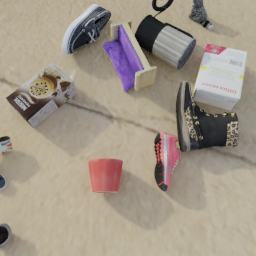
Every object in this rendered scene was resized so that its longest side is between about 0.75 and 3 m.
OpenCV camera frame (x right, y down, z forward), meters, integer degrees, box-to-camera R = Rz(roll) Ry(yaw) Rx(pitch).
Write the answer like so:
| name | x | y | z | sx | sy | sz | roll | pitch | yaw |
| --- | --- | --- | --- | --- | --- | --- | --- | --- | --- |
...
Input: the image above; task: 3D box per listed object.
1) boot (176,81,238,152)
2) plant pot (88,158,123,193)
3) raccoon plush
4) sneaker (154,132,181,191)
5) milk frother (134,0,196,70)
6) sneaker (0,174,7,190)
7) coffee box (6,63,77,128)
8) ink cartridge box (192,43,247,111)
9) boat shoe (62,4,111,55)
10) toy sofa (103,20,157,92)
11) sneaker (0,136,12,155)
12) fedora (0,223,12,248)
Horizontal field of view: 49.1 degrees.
| name | x | y | z | sx | sy | sz | roll | pitch | yaw |
| --- | --- | --- | --- | --- | --- | --- | --- | --- | --- |
| boot | 2.780 | -0.437 | 10.037 | 1.991 | 0.968 | 2.645 | 0 | 68 | 1 |
| plant pot | -0.737 | 1.574 | 9.095 | 1.158 | 1.158 | 1.025 | -1 | 75 | 0 |
| raccoon plush | 3.319 | -5.119 | 12.223 | 1.481 | 0.992 | 0.717 | 37 | 70 | 16 |
| sneaker | 1.407 | 1.119 | 9.455 | 0.873 | 0.742 | 2.013 | 7 | 70 | -15 |
| milk frother | 1.693 | -3.915 | 10.962 | 2.163 | 2.300 | 2.076 | 34 | 65 | 14 |
| sneaker | -4.651 | 1.573 | 9.357 | 1.319 | 0.524 | 0.517 | 33 | 68 | 13 |
| coffee box | -3.173 | -1.222 | 10.459 | 1.239 | 0.875 | 2.193 | 41 | 71 | 17 |
| ink cartridge box | 3.509 | -1.973 | 10.777 | 1.617 | 0.929 | 2.228 | 16 | 66 | 7 |
| boat shoe | -1.664 | -4.068 | 11.778 | 0.986 | 1.043 | 2.908 | 25 | 60 | 12 |
| toy sofa | -0.009 | -2.830 | 11.037 | 1.312 | 1.113 | 2.688 | -20 | 68 | -11 |
| sneaker | -4.638 | 0.741 | 9.657 | 1.276 | 0.596 | 0.449 | -19 | 32 | -15 |
| fedora | -3.892 | 3.333 | 8.609 | 0.798 | 0.360 | 0.706 | -36 | 69 | -12 |
